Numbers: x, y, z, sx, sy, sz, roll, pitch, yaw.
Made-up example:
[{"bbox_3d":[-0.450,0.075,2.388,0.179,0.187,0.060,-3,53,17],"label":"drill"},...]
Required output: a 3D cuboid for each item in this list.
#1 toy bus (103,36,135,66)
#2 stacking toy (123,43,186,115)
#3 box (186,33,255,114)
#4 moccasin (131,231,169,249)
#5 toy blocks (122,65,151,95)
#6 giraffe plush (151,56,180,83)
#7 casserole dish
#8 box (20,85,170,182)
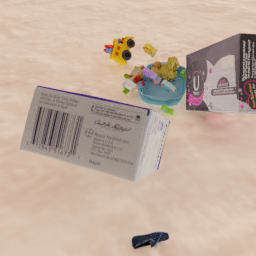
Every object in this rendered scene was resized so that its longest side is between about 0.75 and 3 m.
[{"bbox_3d":[-0.368,-3.157,11.038,1.093,1.138,0.773,18,0,-15],"label":"toy bus"},{"bbox_3d":[0.992,-1.509,8.797,1.968,0.462,1.484,32,81,-6],"label":"stacking toy"},{"bbox_3d":[2.824,-1.317,7.641,1.599,1.842,2.787,-2,5,-12],"label":"box"},{"bbox_3d":[0.458,2.279,5.591,0.763,0.307,0.260,-14,37,5],"label":"moccasin"},{"bbox_3d":[0.383,-1.724,9.475,0.858,0.627,1.256,-10,39,45],"label":"toy blocks"},{"bbox_3d":[1.257,-2.093,10.249,0.914,0.973,1.128,16,81,27],"label":"giraffe plush"},{"bbox_3d":[1.250,-1.537,9.918,1.604,0.514,2.649,8,42,9],"label":"casserole dish"},{"bbox_3d":[-0.501,0.122,6.277,2.405,1.372,2.615,13,0,15],"label":"box"}]
